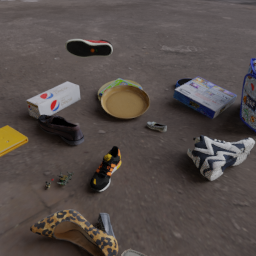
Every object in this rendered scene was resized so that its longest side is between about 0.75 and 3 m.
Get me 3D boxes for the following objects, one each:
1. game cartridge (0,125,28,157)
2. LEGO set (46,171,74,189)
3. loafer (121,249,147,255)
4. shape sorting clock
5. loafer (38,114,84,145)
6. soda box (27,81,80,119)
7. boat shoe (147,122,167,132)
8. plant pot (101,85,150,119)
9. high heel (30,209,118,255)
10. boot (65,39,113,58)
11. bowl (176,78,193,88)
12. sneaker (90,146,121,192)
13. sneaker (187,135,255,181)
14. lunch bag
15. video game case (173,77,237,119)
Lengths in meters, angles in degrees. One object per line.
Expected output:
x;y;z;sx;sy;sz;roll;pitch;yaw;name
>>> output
-4.900;0.485;10.990;1.484;0.241;1.308;23;40;34;game cartridge
-2.193;1.735;9.170;0.966;0.274;0.628;-15;33;1;LEGO set
0.835;3.484;5.943;0.991;0.867;2.758;-26;42;-33;loafer
-0.380;-1.756;14.066;2.276;0.447;2.276;0;45;0;shape sorting clock
-2.756;-0.159;11.392;2.557;0.805;0.919;25;41;32;loafer
-3.418;-1.319;13.125;0.853;0.797;2.503;22;40;29;soda box
1.207;-0.101;11.766;0.927;0.297;0.342;23;40;30;boat shoe
-0.119;-1.172;12.973;2.256;0.310;2.256;2;48;-2;plant pot
-1.346;2.805;6.992;2.150;0.768;1.533;0;27;-16;high heel
-1.720;-3.629;12.483;2.025;0.733;1.461;3;26;-7;boot
3.267;-2.294;15.039;1.393;0.273;1.393;0;34;0;bowl
-0.751;1.287;9.262;0.619;0.796;1.769;13;36;18;sneaker
3.181;0.679;9.962;2.494;0.995;1.623;-29;51;-21;sneaker
5.706;-1.405;11.840;1.722;2.364;2.781;6;35;17;lunch bag
3.688;-1.512;13.445;2.274;0.517;2.061;35;48;30;video game case
